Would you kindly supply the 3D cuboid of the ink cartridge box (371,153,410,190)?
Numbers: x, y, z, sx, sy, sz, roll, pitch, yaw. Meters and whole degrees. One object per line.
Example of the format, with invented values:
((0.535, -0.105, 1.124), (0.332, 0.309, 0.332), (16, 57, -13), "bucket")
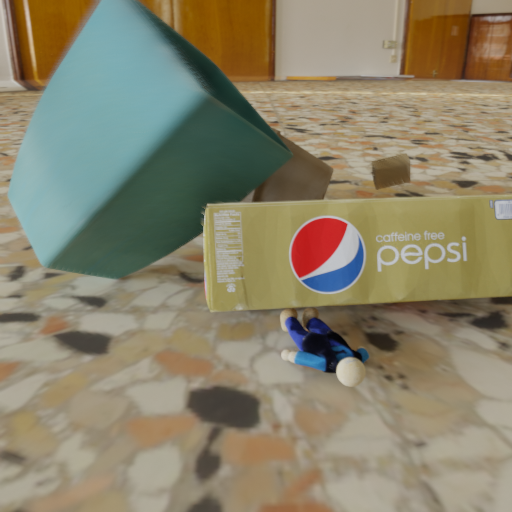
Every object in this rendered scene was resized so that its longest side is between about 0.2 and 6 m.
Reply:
((2.828, -1.766, 11.745), (0.749, 0.617, 0.281), (-12, 50, 5), "ink cartridge box")

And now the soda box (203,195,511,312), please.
((1.353, -0.034, 7.229), (4.040, 1.293, 1.368), (-2, -2, -6), "soda box")

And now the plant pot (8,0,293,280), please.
((-1.721, -1.310, 7.752), (2.292, 3.244, 2.293), (54, 17, 26), "plant pot")

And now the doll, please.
((0.750, 1.038, 6.306), (1.019, 0.362, 1.494), (-1, 19, -22), "doll")

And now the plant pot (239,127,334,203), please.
((0.598, -1.448, 10.995), (1.600, 1.844, 1.844), (19, 25, 5), "plant pot")
